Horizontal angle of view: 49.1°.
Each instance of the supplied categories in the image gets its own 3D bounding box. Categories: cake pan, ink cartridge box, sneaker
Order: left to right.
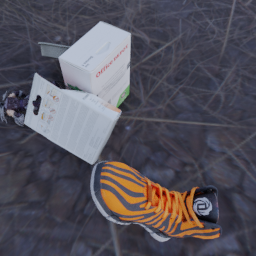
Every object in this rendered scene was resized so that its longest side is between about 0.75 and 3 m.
[{"bbox_3d":[-1.420,-0.236,6.905,2.116,1.716,0.531,32,39,3],"label":"ink cartridge box"},{"bbox_3d":[-1.748,-2.300,8.795,2.094,0.384,2.094,9,11,-2],"label":"cake pan"},{"bbox_3d":[-0.773,-1.336,7.544,0.994,2.358,1.723,29,60,17],"label":"ink cartridge box"},{"bbox_3d":[0.735,1.293,5.147,1.636,2.920,1.133,-17,52,33],"label":"sneaker"}]

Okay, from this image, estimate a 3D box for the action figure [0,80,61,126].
[{"bbox_3d":[-2.918,-0.692,8.188,1.994,0.692,1.297,-14,61,-1],"label":"action figure"}]
